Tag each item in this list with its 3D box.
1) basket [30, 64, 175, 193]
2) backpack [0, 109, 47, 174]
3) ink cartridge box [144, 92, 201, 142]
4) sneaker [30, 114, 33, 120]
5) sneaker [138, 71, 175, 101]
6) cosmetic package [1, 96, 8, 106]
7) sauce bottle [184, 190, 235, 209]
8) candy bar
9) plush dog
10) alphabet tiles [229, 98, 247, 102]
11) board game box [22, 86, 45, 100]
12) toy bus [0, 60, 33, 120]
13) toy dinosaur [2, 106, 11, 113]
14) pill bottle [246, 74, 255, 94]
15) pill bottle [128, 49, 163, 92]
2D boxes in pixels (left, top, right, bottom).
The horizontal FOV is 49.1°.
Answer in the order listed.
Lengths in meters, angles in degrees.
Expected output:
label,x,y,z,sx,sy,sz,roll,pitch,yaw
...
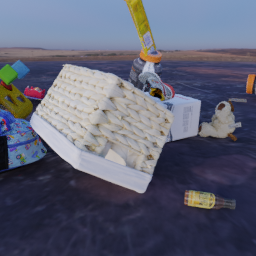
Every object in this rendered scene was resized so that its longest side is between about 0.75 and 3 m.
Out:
label,x,y,z,sx,sy,sz,roll,pitch,yaw
basket,-0.569,-0.134,5.618,1.763,1.604,2.600,29,0,-37
backpack,-2.855,0.251,6.073,1.967,1.323,1.796,-14,21,-43
ink cartridge box,0.477,-0.322,8.215,2.676,1.128,1.937,-10,21,-29
sneaker,-2.489,-0.140,8.471,1.738,0.661,1.256,7,15,19
sneaker,0.614,-0.997,6.623,0.425,0.402,1.034,-29,55,-33
cosmetic package,-6.314,-1.344,12.594,1.646,0.585,0.866,9,16,26
sauce bottle,1.355,1.209,4.679,0.813,0.268,0.268,3,17,13
candy bar,0.398,-3.019,8.245,0.547,2.192,0.243,-42,49,-11
plush dog,2.812,-0.181,8.260,1.017,1.268,1.089,35,33,2
alphabet tiles,5.350,-1.369,13.686,0.821,0.031,0.687,6,18,19
board game box,-4.268,-1.630,12.781,2.397,0.467,1.894,15,6,33
toy bus,-3.643,-0.322,7.849,2.546,1.394,2.699,-25,25,53
toy dinosaur,-5.198,-0.745,10.891,1.153,0.495,0.782,-17,30,-31
pill bottle,7.218,-2.067,13.591,2.678,1.423,1.423,8,19,27
pill bottle,0.589,-1.788,10.134,1.104,2.078,1.104,10,35,-7
